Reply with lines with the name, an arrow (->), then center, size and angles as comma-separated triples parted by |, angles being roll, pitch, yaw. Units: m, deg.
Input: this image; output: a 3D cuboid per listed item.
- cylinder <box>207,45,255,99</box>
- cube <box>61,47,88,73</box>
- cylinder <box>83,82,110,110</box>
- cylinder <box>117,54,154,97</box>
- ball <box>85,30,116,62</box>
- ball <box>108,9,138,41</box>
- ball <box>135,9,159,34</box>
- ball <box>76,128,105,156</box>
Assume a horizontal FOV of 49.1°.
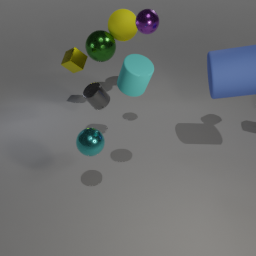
cylinder -> 3.104, -1.619, 8.183 | 1.400, 1.400, 1.400 | -5, 29, 12
cube -> -2.242, -2.816, 11.693 | 0.700, 0.700, 0.700 | -6, 62, 44
cylinder -> -1.075, -1.089, 9.607 | 0.700, 0.700, 0.700 | -17, 49, 21
cylinder -> 0.159, -1.197, 6.398 | 0.700, 0.700, 0.700 | 9, 54, -12
ball -> -1.244, -3.729, 12.791 | 1.400, 1.400, 1.400 | 0, 31, 0
ball -> -0.232, -4.705, 12.846 | 1.400, 1.400, 1.400 | 0, 31, 0
ball -> 0.563, -3.101, 8.172 | 0.700, 0.700, 0.700 | 0, 31, 0
ball -> -0.918, 0.342, 6.843 | 0.700, 0.700, 0.700 | 0, 31, 0
